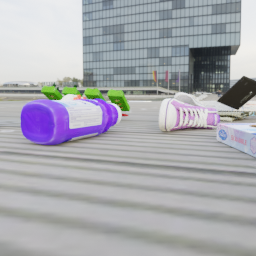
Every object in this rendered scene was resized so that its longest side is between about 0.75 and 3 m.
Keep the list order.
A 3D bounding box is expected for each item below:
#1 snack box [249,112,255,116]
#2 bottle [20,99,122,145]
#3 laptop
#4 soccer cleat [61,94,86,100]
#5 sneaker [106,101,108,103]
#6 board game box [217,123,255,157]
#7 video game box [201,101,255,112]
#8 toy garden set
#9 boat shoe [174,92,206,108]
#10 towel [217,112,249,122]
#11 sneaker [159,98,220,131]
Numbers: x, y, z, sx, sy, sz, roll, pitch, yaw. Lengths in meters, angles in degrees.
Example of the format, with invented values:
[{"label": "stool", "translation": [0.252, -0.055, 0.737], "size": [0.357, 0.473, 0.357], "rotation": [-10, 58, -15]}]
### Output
[{"label": "snack box", "translation": [5.755, -0.674, 12.098], "size": [1.534, 0.285, 0.891], "rotation": [3, 7, 21]}, {"label": "bottle", "translation": [-0.965, -0.200, 5.737], "size": [1.001, 0.783, 2.397], "rotation": [7, 9, 29]}, {"label": "laptop", "translation": [3.701, -1.248, 8.879], "size": [1.324, 0.767, 1.239], "rotation": [18, -39, -16]}, {"label": "soccer cleat", "translation": [-1.646, -0.407, 7.744], "size": [1.044, 0.932, 2.691], "rotation": [-18, 8, -3]}, {"label": "sneaker", "translation": [-1.528, -0.981, 12.837], "size": [0.897, 0.745, 1.877], "rotation": [-5, 7, -24]}, {"label": "board game box", "translation": [2.545, 0.162, 4.544], "size": [1.679, 0.345, 1.675], "rotation": [0, 7, -3]}, {"label": "video game box", "translation": [3.788, -0.817, 10.582], "size": [1.680, 0.432, 1.844], "rotation": [2, 2, -28]}, {"label": "toy garden set", "translation": [-1.220, -0.924, 9.672], "size": [2.692, 0.537, 2.244], "rotation": [5, -18, 13]}, {"label": "boat shoe", "translation": [1.902, -0.818, 8.710], "size": [1.480, 0.533, 0.486], "rotation": [17, 37, -36]}, {"label": "towel", "translation": [3.380, -0.427, 10.299], "size": [1.870, 0.323, 1.801], "rotation": [2, 4, 33]}, {"label": "sneaker", "translation": [1.587, -0.310, 6.923], "size": [1.240, 0.788, 2.175], "rotation": [7, 9, 27]}]
